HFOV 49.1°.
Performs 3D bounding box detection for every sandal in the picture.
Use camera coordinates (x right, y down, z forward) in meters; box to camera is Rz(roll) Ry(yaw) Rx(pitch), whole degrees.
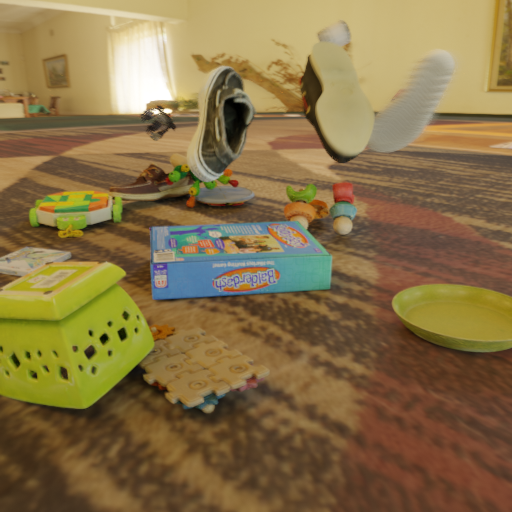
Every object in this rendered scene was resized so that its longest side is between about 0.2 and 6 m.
[{"bbox_3d":[3.213,-3.150,11.612,1.012,2.486,0.611,27,42,-11],"label":"sandal"}]

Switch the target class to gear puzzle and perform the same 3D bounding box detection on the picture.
[{"bbox_3d":[-0.960,1.330,7.028,1.208,0.305,2.332,-15,21,-33],"label":"gear puzzle"}]

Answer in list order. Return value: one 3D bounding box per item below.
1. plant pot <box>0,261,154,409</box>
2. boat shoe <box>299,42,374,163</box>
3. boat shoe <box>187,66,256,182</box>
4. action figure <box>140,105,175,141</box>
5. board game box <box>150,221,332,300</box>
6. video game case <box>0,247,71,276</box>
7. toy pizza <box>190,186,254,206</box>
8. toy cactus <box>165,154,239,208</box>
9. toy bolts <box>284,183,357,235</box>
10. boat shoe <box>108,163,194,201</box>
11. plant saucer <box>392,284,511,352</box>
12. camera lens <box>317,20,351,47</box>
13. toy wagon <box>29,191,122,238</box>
[{"bbox_3d":[-2.222,0.813,6.567,1.384,1.262,1.390,0,21,26],"label":"plant pot"},{"bbox_3d":[1.479,-2.818,10.677,1.089,0.933,2.977,4,53,-14],"label":"boat shoe"},{"bbox_3d":[-0.503,-2.776,11.229,1.108,1.127,3.125,-20,48,31],"label":"boat shoe"},{"bbox_3d":[-2.149,-2.876,11.985,0.586,0.682,1.148,-27,7,16],"label":"action figure"},{"bbox_3d":[-0.406,0.001,10.287,3.036,0.683,2.309,-3,19,-9],"label":"board game box"},{"bbox_3d":[-4.429,0.102,10.872,1.108,0.134,1.216,6,19,18],"label":"video game case"},{"bbox_3d":[-0.959,-1.677,15.996,1.829,0.290,1.829,0,20,0],"label":"toy pizza"},{"bbox_3d":[-1.747,-2.255,15.770,2.247,1.149,1.854,-17,44,-42],"label":"toy cactus"},{"bbox_3d":[1.586,-0.918,13.231,1.644,1.140,1.570,-4,-24,20],"label":"toy bolts"},{"bbox_3d":[-2.931,-2.113,15.865,2.816,1.013,1.016,-13,13,-40],"label":"boat shoe"},{"bbox_3d":[3.010,0.910,8.167,2.023,0.314,2.023,0,18,0],"label":"plant saucer"},{"bbox_3d":[1.809,-5.081,12.964,0.679,0.543,0.543,-24,16,9],"label":"camera lens"},{"bbox_3d":[-4.415,-1.075,13.777,2.110,0.538,2.720,-4,19,-11],"label":"toy wagon"}]
